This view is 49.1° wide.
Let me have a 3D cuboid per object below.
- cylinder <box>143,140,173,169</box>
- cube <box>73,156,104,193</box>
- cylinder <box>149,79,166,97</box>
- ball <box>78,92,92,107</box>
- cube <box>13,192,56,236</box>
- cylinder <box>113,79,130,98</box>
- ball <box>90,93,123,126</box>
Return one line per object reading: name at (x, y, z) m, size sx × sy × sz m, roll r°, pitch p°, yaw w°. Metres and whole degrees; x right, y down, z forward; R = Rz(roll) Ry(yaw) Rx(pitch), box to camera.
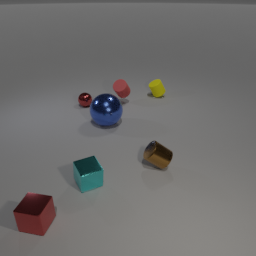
cylinder at (0.971, 0.869, 9.087) m, size 0.700 × 0.700 × 0.700 m, roll 32°, pitch 21°, yaw -18°
cube at (-1.191, 1.371, 8.381) m, size 0.700 × 0.700 × 0.700 m, roll -14°, pitch 41°, yaw -26°
cylinder at (1.547, -2.116, 14.881) m, size 0.700 × 0.700 × 0.700 m, roll -23°, pitch 31°, yaw 15°
ball at (-2.111, -1.397, 13.792) m, size 0.700 × 0.700 × 0.700 m, roll 0°, pitch 28°, yaw 0°
cube at (-2.311, 2.138, 7.004) m, size 0.700 × 0.700 × 0.700 m, roll 6°, pitch 30°, yaw 12°
cylinder at (-0.306, -1.923, 13.704) m, size 0.700 × 0.700 × 0.700 m, roll -6°, pitch 68°, yaw 16°
ball at (-0.918, -0.765, 11.853) m, size 1.400 × 1.400 × 1.400 m, roll 0°, pitch 28°, yaw 0°
